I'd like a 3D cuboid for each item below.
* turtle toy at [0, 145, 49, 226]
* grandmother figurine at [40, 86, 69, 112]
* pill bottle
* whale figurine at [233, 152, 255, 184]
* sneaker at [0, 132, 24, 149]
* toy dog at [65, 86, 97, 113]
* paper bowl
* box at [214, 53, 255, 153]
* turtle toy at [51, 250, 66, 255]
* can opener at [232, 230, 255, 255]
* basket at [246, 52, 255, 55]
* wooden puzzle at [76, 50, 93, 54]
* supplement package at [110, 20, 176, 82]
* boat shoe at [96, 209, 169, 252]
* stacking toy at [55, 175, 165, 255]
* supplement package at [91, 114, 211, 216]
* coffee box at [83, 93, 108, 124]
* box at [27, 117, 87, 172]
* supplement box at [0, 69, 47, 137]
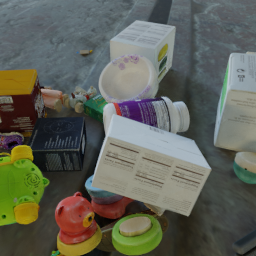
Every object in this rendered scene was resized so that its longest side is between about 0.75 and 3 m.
[{"bbox_3d":[-3.545,1.771,7.522,2.859,1.445,2.083,-10,64,-8],"label":"turtle toy"},{"bbox_3d":[-3.877,-1.448,12.013,2.671,0.809,1.620,17,27,16],"label":"grandmother figurine"},{"bbox_3d":[0.575,-0.207,9.050,2.597,1.460,1.460,-8,40,-13],"label":"pill bottle"},{"bbox_3d":[3.990,1.240,8.882,1.290,0.841,1.621,28,23,35],"label":"whale figurine"},{"bbox_3d":[-4.403,0.492,9.849,1.368,0.552,0.571,-8,46,-10],"label":"sneaker"},{"bbox_3d":[-1.993,-1.401,11.891,1.127,0.823,1.710,6,40,7],"label":"toy dog"},{"bbox_3d":[0.079,-1.614,10.630,2.176,1.132,2.176,-7,65,16],"label":"paper bowl"},{"bbox_3d":[4.771,-0.845,9.901,2.886,2.472,2.872,10,41,14],"label":"box"},{"bbox_3d":[-1.375,3.268,6.346,0.970,0.673,1.331,-29,48,-31],"label":"turtle toy"},{"bbox_3d":[3.506,2.741,7.214,2.150,0.566,0.715,-20,9,-25],"label":"can opener"},{"bbox_3d":[6.226,-3.304,14.194,0.705,0.868,0.876,18,43,27],"label":"basket"},{"bbox_3d":[-2.489,-4.339,16.043,0.866,0.101,0.584,1,35,1],"label":"wooden puzzle"},{"bbox_3d":[0.745,-3.485,13.353,2.146,2.162,2.849,17,42,19],"label":"supplement package"},{"bbox_3d":[0.048,2.593,7.242,1.954,0.703,0.660,-14,19,-10],"label":"boat shoe"},{"bbox_3d":[-0.307,1.815,6.908,2.441,1.139,2.696,-3,19,22],"label":"stacking toy"},{"bbox_3d":[0.515,0.857,7.254,2.467,1.368,1.922,19,17,-5],"label":"supplement package"},{"bbox_3d":[-0.384,-0.656,11.201,2.509,0.552,1.542,26,46,27],"label":"coffee box"},{"bbox_3d":[-2.312,0.517,9.382,1.662,1.048,1.690,0,40,-1],"label":"box"},{"bbox_3d":[-4.265,-0.859,10.235,2.054,2.082,1.383,-3,40,-4],"label":"supplement box"}]
